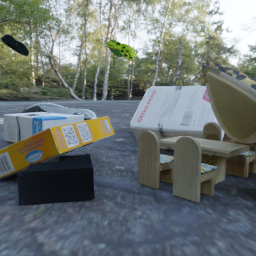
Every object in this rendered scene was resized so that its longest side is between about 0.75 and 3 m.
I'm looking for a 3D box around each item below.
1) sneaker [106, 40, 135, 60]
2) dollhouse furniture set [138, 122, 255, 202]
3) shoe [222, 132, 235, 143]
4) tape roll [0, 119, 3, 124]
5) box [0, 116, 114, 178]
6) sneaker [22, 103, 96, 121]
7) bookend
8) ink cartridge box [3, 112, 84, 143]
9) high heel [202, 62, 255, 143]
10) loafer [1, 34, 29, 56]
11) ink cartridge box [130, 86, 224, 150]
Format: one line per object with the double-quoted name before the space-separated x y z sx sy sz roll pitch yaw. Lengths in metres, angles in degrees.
"sneaker" -0.294 -3.975 14.405 1.784 0.661 0.746 35 -6 23
"dollhouse furniture set" 1.602 0.136 4.392 2.047 1.551 2.335 -7 10 -44
"shoe" 2.396 0.284 7.222 2.454 0.858 0.655 3 -36 42
"tape roll" -5.993 -0.312 13.284 1.010 0.185 1.010 1 8 0
"box" -1.288 0.295 5.518 1.453 0.506 2.440 -22 -3 21
"sneaker" -2.527 -0.317 10.081 2.844 1.067 1.642 0 9 -9
"bookend" -1.029 0.719 4.184 0.998 0.460 0.992 -2 7 -11
"ink cartridge box" -2.470 0.006 8.191 1.992 0.834 1.445 6 9 38
"high heel" 2.364 -0.474 4.849 0.917 2.569 1.831 -39 11 49
"loafer" -4.723 -3.455 11.751 0.447 0.450 1.236 7 -24 41
"ink cartridge box" 1.355 -0.273 7.206 2.134 0.883 1.563 5 52 33
